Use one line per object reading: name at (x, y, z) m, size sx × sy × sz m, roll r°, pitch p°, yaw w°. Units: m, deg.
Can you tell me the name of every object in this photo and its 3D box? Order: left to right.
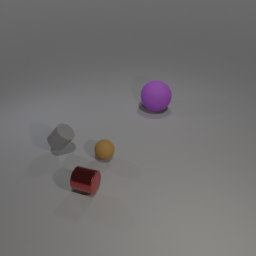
cylinder at (-2.347, 0.314, 9.806) m, size 0.700 × 0.700 × 0.700 m, roll 33°, pitch 33°, yaw -25°
cylinder at (-1.264, 1.547, 8.384) m, size 0.700 × 0.700 × 0.700 m, roll 11°, pitch 34°, yaw 17°
ball at (-0.813, 0.739, 9.699) m, size 0.700 × 0.700 × 0.700 m, roll 0°, pitch 32°, yaw 0°
ball at (1.277, -1.459, 12.708) m, size 1.400 × 1.400 × 1.400 m, roll 0°, pitch 32°, yaw 0°
